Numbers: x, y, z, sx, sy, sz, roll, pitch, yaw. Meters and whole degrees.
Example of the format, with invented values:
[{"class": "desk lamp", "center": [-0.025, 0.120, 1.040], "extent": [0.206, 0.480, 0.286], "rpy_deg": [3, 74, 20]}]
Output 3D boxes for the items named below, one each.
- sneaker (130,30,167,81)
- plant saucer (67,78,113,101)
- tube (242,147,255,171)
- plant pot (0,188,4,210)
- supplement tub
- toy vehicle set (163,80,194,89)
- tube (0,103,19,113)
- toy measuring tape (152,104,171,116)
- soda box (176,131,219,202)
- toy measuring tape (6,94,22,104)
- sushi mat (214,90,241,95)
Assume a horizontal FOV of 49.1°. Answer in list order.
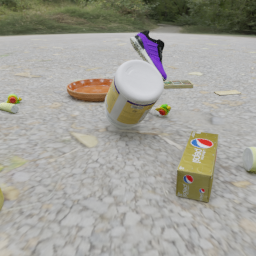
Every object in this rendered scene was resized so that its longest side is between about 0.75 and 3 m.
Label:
[{"class": "sneaker", "center": [0.988, -2.661, 10.043], "extent": [0.981, 1.972, 0.685], "rpy_deg": [-35, 2, -3]}, {"class": "plant saucer", "center": [-1.545, -1.918, 13.968], "extent": [2.964, 0.478, 2.964], "rpy_deg": [1, 23, 0]}, {"class": "tube", "center": [4.380, 0.887, 7.435], "extent": [2.508, 0.728, 0.651], "rpy_deg": [2, -15, -3]}, {"class": "plant pot", "center": [-3.766, 1.122, 5.708], "extent": [2.053, 1.457, 2.053], "rpy_deg": [-1, 24, 0]}, {"class": "supplement tub", "center": [0.098, -0.991, 9.065], "extent": [1.531, 2.106, 1.531], "rpy_deg": [8, 63, -15]}, {"class": "toy vehicle set", "center": [2.691, -2.404, 15.403], "extent": [1.595, 0.211, 0.991], "rpy_deg": [-2, 24, -4]}, {"class": "tube", "center": [-5.154, -0.898, 11.813], "extent": [1.382, 0.359, 0.401], "rpy_deg": [12, -13, 37]}, {"class": "toy measuring tape", "center": [1.283, -0.678, 11.199], "extent": [0.465, 0.465, 1.265], "rpy_deg": [-18, 5, -35]}, {"class": "soda box", "center": [1.830, 0.873, 7.180], "extent": [0.781, 0.738, 2.307], "rpy_deg": [7, 25, 19]}, {"class": "toy measuring tape", "center": [-5.413, -1.276, 12.532], "extent": [1.253, 0.461, 0.461], "rpy_deg": [-8, 25, -17]}, {"class": "sushi mat", "center": [5.027, -1.787, 14.155], "extent": [1.263, 0.076, 0.604], "rpy_deg": [-6, 25, -13]}]
